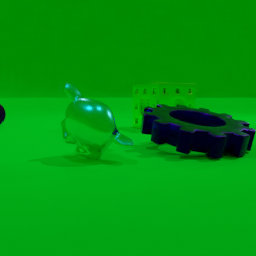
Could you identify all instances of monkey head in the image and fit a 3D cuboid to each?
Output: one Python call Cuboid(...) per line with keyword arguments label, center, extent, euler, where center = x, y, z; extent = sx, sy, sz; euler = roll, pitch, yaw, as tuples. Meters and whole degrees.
Cuboid(label="monkey head", center=(-0.518, -0.067, 4.494), extent=(1.429, 0.861, 1.028), euler=(43, 31, 12))

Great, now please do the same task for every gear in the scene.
Cuboid(label="gear", center=(1.265, -0.017, 5.265), extent=(2.017, 0.373, 2.017), euler=(7, 18, -2))

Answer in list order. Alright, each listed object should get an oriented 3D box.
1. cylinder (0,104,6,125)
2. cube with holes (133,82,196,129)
Cuboid(label="cylinder", center=(-4.532, -0.451, 9.072), extent=(0.773, 0.773, 0.773), euler=(4, 8, 29))
Cuboid(label="cube with holes", center=(1.053, -0.655, 8.419), extent=(1.334, 1.334, 1.334), euler=(-4, 8, -31))
